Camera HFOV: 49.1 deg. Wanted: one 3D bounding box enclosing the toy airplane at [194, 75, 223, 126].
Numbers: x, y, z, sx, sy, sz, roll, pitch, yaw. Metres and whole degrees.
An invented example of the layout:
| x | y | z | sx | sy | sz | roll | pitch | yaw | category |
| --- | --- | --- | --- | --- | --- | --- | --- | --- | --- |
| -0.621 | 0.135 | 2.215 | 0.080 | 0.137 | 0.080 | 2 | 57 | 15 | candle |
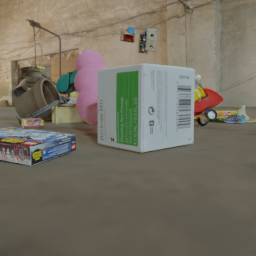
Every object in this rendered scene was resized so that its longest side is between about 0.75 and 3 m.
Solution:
| x | y | z | sx | sy | sz | roll | pitch | yaw | category |
| --- | --- | --- | --- | --- | --- | --- | --- | --- | --- |
| 1.655 | -0.989 | 9.866 | 2.667 | 1.882 | 2.655 | -14 | -14 | 38 | toy airplane |

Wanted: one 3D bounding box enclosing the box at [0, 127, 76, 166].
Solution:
| x | y | z | sx | sy | sz | roll | pitch | yaw | category |
| --- | --- | --- | --- | --- | --- | --- | --- | --- | --- |
| -1.844 | 0.262 | 4.760 | 1.578 | 0.315 | 1.080 | 6 | 10 | 26 | box |

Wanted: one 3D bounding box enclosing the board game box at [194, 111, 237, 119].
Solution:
| x | y | z | sx | sy | sz | roll | pitch | yaw | category |
| --- | --- | --- | --- | --- | --- | --- | --- | --- | --- |
| 3.955 | -0.582 | 13.054 | 1.297 | 0.407 | 2.716 | 0 | -2 | 2 | board game box |

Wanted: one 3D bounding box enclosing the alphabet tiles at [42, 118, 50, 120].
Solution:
| x | y | z | sx | sy | sz | roll | pitch | yaw | category |
| --- | --- | --- | --- | --- | --- | --- | --- | --- | --- |
| -3.994 | -0.513 | 14.554 | 2.304 | 0.073 | 1.918 | 4 | 7 | 34 | alphabet tiles |

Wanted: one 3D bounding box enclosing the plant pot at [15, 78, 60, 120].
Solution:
| x | y | z | sx | sy | sz | roll | pitch | yaw | category |
| --- | --- | --- | --- | --- | --- | --- | --- | --- | --- |
| -4.283 | -1.154 | 13.225 | 1.713 | 1.965 | 1.965 | -17 | 2 | 11 | plant pot |

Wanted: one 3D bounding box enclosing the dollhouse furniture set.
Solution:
| x | y | z | sx | sy | sz | roll | pitch | yaw | category |
| --- | --- | --- | --- | --- | --- | --- | --- | --- | --- |
| 0.322 | -2.788 | 8.896 | 0.996 | 0.698 | 0.702 | 3 | 7 | -19 | dollhouse furniture set |

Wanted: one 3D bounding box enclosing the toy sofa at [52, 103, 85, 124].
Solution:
| x | y | z | sx | sy | sz | roll | pitch | yaw | category |
| --- | --- | --- | --- | --- | --- | --- | --- | --- | --- |
| -2.224 | -0.641 | 11.979 | 1.994 | 0.826 | 0.973 | -2 | 7 | -24 | toy sofa |

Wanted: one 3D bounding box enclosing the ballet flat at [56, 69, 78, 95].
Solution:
| x | y | z | sx | sy | sz | roll | pitch | yaw | category |
| --- | --- | --- | --- | --- | --- | --- | --- | --- | --- |
| -2.217 | -1.976 | 12.180 | 1.054 | 1.054 | 2.841 | -4 | 0 | -35 | ballet flat |

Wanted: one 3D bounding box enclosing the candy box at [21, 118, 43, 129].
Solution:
| x | y | z | sx | sy | sz | roll | pitch | yaw | category |
| --- | --- | --- | --- | --- | --- | --- | --- | --- | --- |
| -3.381 | -0.179 | 9.872 | 0.654 | 0.317 | 1.121 | -1 | 7 | -25 | candy box |

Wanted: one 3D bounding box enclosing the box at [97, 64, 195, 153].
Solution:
| x | y | z | sx | sy | sz | roll | pitch | yaw | category |
| --- | --- | --- | --- | --- | --- | --- | --- | --- | --- |
| 0.374 | -0.433 | 5.772 | 1.600 | 1.592 | 1.371 | -5 | 7 | -41 | box |

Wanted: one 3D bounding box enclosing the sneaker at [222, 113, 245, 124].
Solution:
| x | y | z | sx | sy | sz | roll | pitch | yaw | category |
| --- | --- | --- | --- | --- | --- | --- | --- | --- | --- |
| 4.353 | -0.410 | 11.548 | 0.924 | 0.442 | 0.367 | 3 | 6 | 26 | sneaker |

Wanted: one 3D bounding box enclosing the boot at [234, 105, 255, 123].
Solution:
| x | y | z | sx | sy | sz | roll | pitch | yaw | category |
| --- | --- | --- | --- | --- | --- | --- | --- | --- | --- |
| 5.041 | -0.610 | 12.033 | 0.963 | 0.745 | 0.347 | 2 | 6 | 21 | boot |

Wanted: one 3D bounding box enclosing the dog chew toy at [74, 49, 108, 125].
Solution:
| x | y | z | sx | sy | sz | roll | pitch | yaw | category |
| --- | --- | --- | --- | --- | --- | --- | --- | --- | --- |
| -0.949 | -1.216 | 8.160 | 1.358 | 2.180 | 1.358 | -14 | -6 | -1 | dog chew toy |

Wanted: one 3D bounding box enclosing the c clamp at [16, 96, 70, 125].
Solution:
| x | y | z | sx | sy | sz | roll | pitch | yaw | category |
| --- | --- | --- | --- | --- | --- | --- | --- | --- | --- |
| -3.255 | -0.686 | 11.091 | 2.342 | 0.317 | 2.001 | -32 | 1 | -23 | c clamp |
